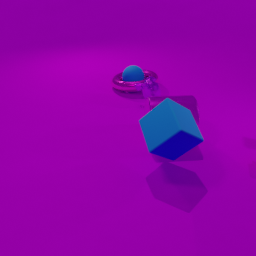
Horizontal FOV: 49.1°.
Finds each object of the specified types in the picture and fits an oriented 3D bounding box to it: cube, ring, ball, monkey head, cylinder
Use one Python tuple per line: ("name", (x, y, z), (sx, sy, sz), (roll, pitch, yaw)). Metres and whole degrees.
("cube", (1.007, 0.058, 6.628), (0.958, 0.958, 0.958), (21, 41, -42))
("ring", (0.280, -1.974, 11.511), (1.962, 0.392, 1.962), (-5, 28, 3))
("ball", (0.213, -2.078, 11.350), (0.899, 0.899, 0.899), (0, 32, 0))
("monkey head", (0.677, -1.307, 9.803), (0.938, 1.304, 0.786), (-8, 55, 20))
("cylinder", (1.216, -0.256, 8.062), (1.344, 1.344, 1.344), (-3, 32, -4))
